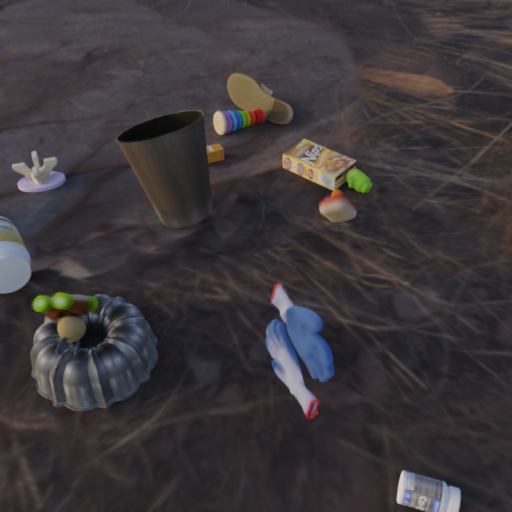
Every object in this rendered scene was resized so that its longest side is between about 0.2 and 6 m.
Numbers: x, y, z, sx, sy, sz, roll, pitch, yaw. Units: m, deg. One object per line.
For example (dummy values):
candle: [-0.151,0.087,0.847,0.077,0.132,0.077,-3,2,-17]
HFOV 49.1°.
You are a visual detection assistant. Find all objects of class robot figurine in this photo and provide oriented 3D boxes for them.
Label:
robot figurine: [2.320,-1.712,12.728,0.578,0.381,0.659,-13,51,-43]

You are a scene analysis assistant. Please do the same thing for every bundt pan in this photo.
bundt pan: [-2.667,1.421,9.092,2.082,0.781,2.082,0,43,0]

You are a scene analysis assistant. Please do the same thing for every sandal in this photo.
sandal: [0.201,-4.261,15.540,2.298,0.843,0.756,38,23,25]

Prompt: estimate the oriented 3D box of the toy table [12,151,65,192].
toy table: [-4.996,-1.912,12.868,1.043,0.611,0.959,-21,46,-20]

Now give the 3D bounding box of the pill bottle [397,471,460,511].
pill bottle: [2.283,3.169,7.430,0.750,0.427,0.427,11,44,13]

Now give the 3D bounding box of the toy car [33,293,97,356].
toy car: [-2.821,1.042,8.349,0.708,0.737,0.897,-9,77,21]

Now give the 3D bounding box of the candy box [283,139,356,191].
candy box: [1.485,-2.173,13.279,1.524,0.421,0.880,30,51,28]

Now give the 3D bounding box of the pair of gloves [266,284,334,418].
pair of gloves: [0.593,1.344,8.115,0.226,1.986,1.597,-16,53,-23]

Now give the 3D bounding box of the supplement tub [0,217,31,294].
supplement tub: [-4.834,-0.025,10.515,0.978,0.978,1.355,-23,47,-23]

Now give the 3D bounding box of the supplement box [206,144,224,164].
supplement box: [-1.294,-2.430,13.639,0.991,0.330,0.341,-19,45,-20]

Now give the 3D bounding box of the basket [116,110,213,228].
basket: [-1.683,-1.703,11.435,1.811,2.009,1.366,-24,32,-18]

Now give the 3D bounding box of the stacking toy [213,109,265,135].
stacking toy: [-0.395,-3.615,14.826,1.419,0.606,0.606,-18,45,-27]

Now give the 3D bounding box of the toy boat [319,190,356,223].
toy boat: [1.649,-1.051,11.286,0.587,0.899,0.587,-12,66,28]
